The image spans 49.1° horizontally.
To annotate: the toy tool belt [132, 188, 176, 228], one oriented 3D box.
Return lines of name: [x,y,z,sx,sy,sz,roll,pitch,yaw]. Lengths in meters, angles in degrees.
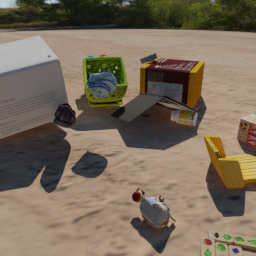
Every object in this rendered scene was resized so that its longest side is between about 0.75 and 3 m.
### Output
toy tool belt: [0.625,1.917,6.740,0.654,0.664,1.064,19,10,-43]

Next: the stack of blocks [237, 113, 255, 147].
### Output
stack of blocks: [5.710,-0.028,10.463,2.888,0.846,1.663,-16,29,-30]

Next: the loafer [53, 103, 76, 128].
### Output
loafer: [-2.138,-0.546,9.854,0.818,0.717,2.275,20,8,-13]

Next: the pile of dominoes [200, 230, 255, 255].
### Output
pile of dominoes: [2.529,2.661,5.284,2.274,0.362,1.772,6,25,14]

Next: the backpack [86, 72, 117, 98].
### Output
backpack: [-0.916,-1.549,10.219,0.990,0.906,0.727,-9,60,19]

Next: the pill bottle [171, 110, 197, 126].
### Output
pill bottle: [2.331,-0.446,11.712,1.019,0.567,0.567,11,27,20]

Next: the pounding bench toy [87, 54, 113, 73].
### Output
pounding bench toy: [-1.457,-2.822,15.132,1.570,1.971,2.528,-7,26,-15]

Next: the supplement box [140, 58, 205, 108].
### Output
supplement box: [2.295,-2.394,14.425,2.711,1.800,2.674,10,27,20]

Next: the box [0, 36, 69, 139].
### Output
box: [-4.234,-1.733,11.036,2.940,2.531,2.955,-21,43,-20]

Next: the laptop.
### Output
laptop: [1.023,-0.646,11.984,2.646,1.533,2.477,21,2,-22]

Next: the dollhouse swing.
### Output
dollhouse swing: [3.202,0.838,8.242,1.331,1.376,1.514,-20,23,7]

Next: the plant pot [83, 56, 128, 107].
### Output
plant pot: [-1.119,-2.106,13.365,1.947,1.776,1.957,-4,59,-7]

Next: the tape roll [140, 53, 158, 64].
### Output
tape roll: [1.085,-3.667,14.738,0.910,0.300,0.910,-21,14,5]
